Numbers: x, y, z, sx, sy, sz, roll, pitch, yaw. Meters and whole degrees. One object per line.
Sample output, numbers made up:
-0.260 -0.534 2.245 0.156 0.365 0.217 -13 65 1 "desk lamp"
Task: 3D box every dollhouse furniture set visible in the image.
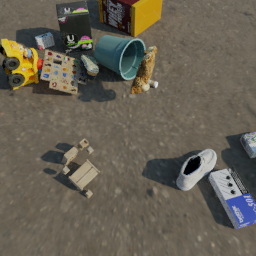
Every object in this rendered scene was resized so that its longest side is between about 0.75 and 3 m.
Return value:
-1.456 1.393 9.501 1.560 0.762 1.330 45 62 4 "dollhouse furniture set"

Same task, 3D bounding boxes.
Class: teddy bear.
0.661 -2.050 10.344 0.661 1.980 1.435 17 25 -5 "teddy bear"

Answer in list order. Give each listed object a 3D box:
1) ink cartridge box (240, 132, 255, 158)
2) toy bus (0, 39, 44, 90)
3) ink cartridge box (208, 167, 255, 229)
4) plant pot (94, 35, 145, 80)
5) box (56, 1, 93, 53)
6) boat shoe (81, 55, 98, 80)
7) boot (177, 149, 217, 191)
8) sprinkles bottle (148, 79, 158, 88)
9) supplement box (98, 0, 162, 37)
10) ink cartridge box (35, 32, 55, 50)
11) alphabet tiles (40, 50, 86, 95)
4.970 0.513 10.112 1.537 0.387 0.838 -11 52 -7 "ink cartridge box"
-4.348 -2.784 11.914 1.860 1.937 1.315 -15 53 -22 "toy bus"
3.335 2.144 8.773 0.847 0.398 1.801 -13 52 -10 "ink cartridge box"
-0.432 -3.271 12.483 1.754 1.791 1.791 27 55 31 "plant pot"
-2.542 -4.839 13.482 1.461 1.967 1.223 -10 51 -8 "box"
-1.763 -2.777 12.642 0.753 0.628 2.018 10 31 -22 "boat shoe"
2.360 1.182 9.212 0.721 0.937 1.960 34 58 25 "boot"
0.921 -2.003 12.266 0.759 0.259 0.259 23 54 18 "sprinkles bottle"
0.136 -6.582 15.116 2.478 1.645 2.444 32 57 23 "supplement box"
-4.136 -4.332 13.968 0.805 0.587 0.333 -26 53 -21 "ink cartridge box"
-2.745 -2.411 12.223 1.936 0.087 2.316 13 47 -21 "alphabet tiles"
